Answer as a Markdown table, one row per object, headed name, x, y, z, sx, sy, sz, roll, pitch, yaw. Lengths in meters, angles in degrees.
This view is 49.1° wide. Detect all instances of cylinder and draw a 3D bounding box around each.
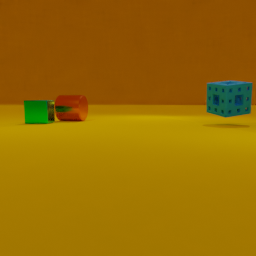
| name | x | y | z | sx | sy | sz | roll | pitch | yaw |
| --- | --- | --- | --- | --- | --- | --- | --- | --- | --- |
| cylinder | -2.450 | -0.874 | 12.239 | 1.127 | 1.127 | 1.127 | 1 | 5 | 12 |

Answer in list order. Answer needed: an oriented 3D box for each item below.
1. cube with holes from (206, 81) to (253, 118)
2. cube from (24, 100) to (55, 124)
| name | x | y | z | sx | sy | sz | roll | pitch | yaw |
| --- | --- | --- | --- | --- | --- | --- | --- | --- | --- |
| cube with holes | 3.643 | -1.082 | 10.157 | 1.104 | 1.104 | 1.104 | -9 | 16 | -19 |
| cube | -3.443 | -0.638 | 10.943 | 0.897 | 0.897 | 0.897 | 0 | 5 | 3 |
